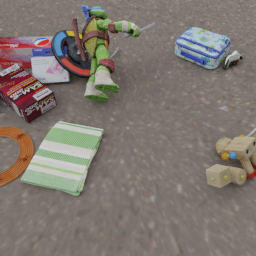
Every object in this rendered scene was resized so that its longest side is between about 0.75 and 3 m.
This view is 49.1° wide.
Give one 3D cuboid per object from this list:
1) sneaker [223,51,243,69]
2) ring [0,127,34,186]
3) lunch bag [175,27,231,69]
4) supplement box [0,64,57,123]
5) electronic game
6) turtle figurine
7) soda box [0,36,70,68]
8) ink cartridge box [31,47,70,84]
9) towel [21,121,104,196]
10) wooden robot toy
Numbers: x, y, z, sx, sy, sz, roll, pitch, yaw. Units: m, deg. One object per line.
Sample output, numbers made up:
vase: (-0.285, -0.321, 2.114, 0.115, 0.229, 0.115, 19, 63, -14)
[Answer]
sneaker: (3.768, -2.419, 10.061, 0.425, 0.396, 1.072, 37, 58, 22)
ring: (-3.578, 0.700, 7.492, 2.033, 0.195, 2.033, 0, 49, 1)
lunch bag: (2.727, -2.967, 10.315, 1.802, 0.743, 1.448, 32, 59, 26)
supplement box: (-3.325, -1.135, 8.786, 2.042, 0.622, 1.111, 35, 58, 26)
electronic game: (-1.703, -2.549, 9.591, 1.918, 0.399, 1.918, 21, 53, -30)
turtle figurine: (-0.370, -2.270, 8.798, 2.073, 2.881, 2.794, -5, 73, 31)
soda box: (-3.362, -2.703, 9.985, 2.449, 0.857, 0.776, -2, 49, -2)
ink cartridge box: (-2.607, -2.110, 9.384, 1.181, 1.203, 0.260, -5, 6, -3)
towel: (-1.649, 0.707, 7.468, 1.570, 0.241, 2.059, 11, 51, 10)
wooden robot toy: (2.695, 0.716, 7.236, 2.438, 1.074, 1.106, -37, 23, -27)
